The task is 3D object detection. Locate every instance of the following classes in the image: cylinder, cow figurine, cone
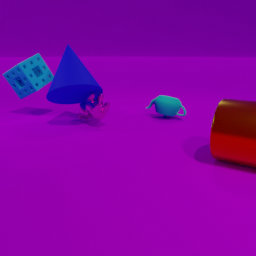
[{"bbox_3d":[2.375,0.109,5.395,1.252,1.252,1.252,10,18,32],"label":"cylinder"},{"bbox_3d":[-1.068,-0.519,8.444,0.623,1.116,1.134,3,34,-36],"label":"cow figurine"},{"bbox_3d":[-1.711,-1.775,8.479,1.677,1.683,1.677,-10,-11,-2],"label":"cone"}]

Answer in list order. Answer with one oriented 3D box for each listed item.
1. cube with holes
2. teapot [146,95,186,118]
[{"bbox_3d":[-3.309,-1.727,9.412,0.981,0.981,0.981,-16,24,37],"label":"cube with holes"},{"bbox_3d":[1.238,-0.684,9.219,1.442,0.706,0.897,18,15,27],"label":"teapot"}]
